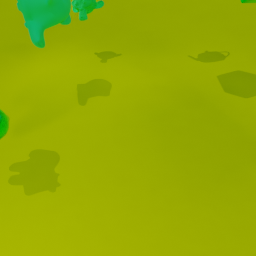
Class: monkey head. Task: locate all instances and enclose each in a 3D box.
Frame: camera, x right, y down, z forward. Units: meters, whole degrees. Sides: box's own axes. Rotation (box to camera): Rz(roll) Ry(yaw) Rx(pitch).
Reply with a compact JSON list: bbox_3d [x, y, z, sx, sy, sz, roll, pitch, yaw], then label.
[{"bbox_3d":[-1.405,-3.937,9.233,1.185,0.852,0.714,-2,9,19],"label":"monkey head"},{"bbox_3d":[-1.853,-2.653,6.496,1.172,1.399,1.945,-15,-1,0],"label":"monkey head"}]

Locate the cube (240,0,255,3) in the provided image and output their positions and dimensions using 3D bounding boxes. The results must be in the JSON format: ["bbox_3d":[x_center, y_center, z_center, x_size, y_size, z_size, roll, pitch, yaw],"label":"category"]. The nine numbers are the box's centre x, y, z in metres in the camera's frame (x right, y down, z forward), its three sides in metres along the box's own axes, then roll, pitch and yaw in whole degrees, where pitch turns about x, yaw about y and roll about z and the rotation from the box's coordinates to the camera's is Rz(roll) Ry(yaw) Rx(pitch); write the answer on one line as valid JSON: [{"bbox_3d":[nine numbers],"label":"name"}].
[{"bbox_3d":[3.083,-3.441,5.888,1.135,1.135,1.135,-13,1,-24],"label":"cube"}]

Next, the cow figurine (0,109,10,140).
[{"bbox_3d":[-2.644,0.002,4.685,1.635,0.912,1.661,-21,5,39],"label":"cow figurine"}]
